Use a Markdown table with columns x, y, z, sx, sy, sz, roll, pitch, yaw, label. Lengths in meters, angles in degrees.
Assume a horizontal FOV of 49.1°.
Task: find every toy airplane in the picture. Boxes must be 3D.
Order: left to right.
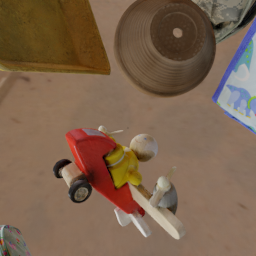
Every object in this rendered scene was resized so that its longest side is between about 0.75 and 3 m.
| x | y | z | sx | sy | sz | roll | pitch | yaw | label |
| --- | --- | --- | --- | --- | --- | --- | --- | --- | --- |
| 0.003 | 0.647 | 3.777 | 1.722 | 1.715 | 1.215 | 42 | 83 | 6 | toy airplane |

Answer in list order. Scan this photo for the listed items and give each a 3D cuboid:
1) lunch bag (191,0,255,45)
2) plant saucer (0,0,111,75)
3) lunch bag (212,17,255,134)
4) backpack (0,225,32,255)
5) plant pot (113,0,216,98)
| x | y | z | sx | sy | sz | roll | pitch | yaw | label |
| --- | --- | --- | --- | --- | --- | --- | --- | --- | --- |
| 2.388 | -3.469 | 6.161 | 1.755 | 2.985 | 2.448 | 29 | 68 | 18 | lunch bag |
| -1.774 | -2.291 | 5.259 | 0.719 | 2.967 | 2.967 | -20 | 88 | 30 | plant saucer |
| 3.035 | -0.887 | 4.035 | 2.522 | 2.966 | 1.890 | 44 | 25 | 29 | lunch bag |
| -1.147 | 1.377 | 2.557 | 0.573 | 0.755 | 0.905 | -28 | 65 | -18 | backpack |
| 0.790 | -1.650 | 5.265 | 2.074 | 0.957 | 2.074 | 0 | 88 | -8 | plant pot |
